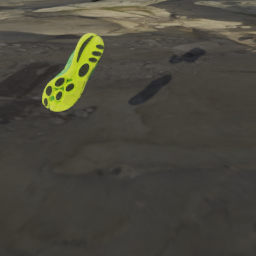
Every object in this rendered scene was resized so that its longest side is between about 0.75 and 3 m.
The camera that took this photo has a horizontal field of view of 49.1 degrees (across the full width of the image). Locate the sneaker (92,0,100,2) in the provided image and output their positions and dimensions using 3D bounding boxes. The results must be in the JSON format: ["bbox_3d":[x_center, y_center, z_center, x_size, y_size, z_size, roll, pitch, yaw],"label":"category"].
[{"bbox_3d":[-0.696,-2.222,4.051,0.524,1.154,0.438,-25,58,31],"label":"sneaker"}]

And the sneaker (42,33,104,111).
[{"bbox_3d":[-0.837,-0.851,4.542,0.528,1.426,0.596,37,10,-8],"label":"sneaker"}]
